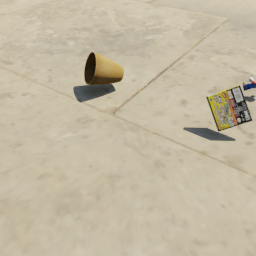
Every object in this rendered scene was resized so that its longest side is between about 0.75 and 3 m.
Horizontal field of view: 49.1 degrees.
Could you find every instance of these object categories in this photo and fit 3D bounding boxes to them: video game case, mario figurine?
[{"bbox_3d":[2.903,-0.561,8.057,0.979,1.084,0.138,-19,-2,11],"label":"video game case"},{"bbox_3d":[4.443,-1.549,9.758,0.817,0.433,0.504,-6,2,26],"label":"mario figurine"}]

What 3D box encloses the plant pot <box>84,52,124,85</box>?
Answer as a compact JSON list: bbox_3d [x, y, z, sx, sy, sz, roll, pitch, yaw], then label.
[{"bbox_3d":[-0.793,-2.016,9.950,1.213,1.131,1.131,5,35,-28],"label":"plant pot"}]
